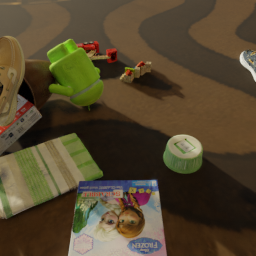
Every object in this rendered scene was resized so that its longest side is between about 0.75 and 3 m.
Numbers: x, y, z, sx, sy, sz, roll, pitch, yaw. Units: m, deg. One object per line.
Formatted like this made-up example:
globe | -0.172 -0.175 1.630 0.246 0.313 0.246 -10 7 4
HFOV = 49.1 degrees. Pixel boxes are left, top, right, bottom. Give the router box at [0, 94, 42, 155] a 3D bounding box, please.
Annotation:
router box | -4.201 -0.154 8.501 2.136 0.581 2.380 30 67 31

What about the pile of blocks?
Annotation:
pile of blocks | 0.341 -2.521 11.860 0.715 0.541 1.741 32 49 32

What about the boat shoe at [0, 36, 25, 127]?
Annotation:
boat shoe | -3.246 -1.240 7.104 0.856 2.373 0.771 6 -3 15

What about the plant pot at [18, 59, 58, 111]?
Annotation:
plant pot | -3.444 -1.578 9.834 2.050 2.050 2.193 14 33 16

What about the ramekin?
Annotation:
ramekin | 1.598 0.707 8.039 1.125 0.550 1.125 0 40 0

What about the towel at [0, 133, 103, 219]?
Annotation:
towel | -2.283 1.201 7.681 2.660 0.408 1.984 -19 46 -24

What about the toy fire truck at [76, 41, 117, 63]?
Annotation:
toy fire truck | -1.712 -3.457 12.975 2.150 0.524 1.516 -14 42 -16

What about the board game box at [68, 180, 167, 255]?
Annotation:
board game box | -0.227 2.115 6.479 2.032 0.418 2.028 -1 40 -2

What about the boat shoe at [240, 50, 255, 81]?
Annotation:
boat shoe | 5.625 -2.983 11.893 0.931 1.194 2.631 -1 40 -2

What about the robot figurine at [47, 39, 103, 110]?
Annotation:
robot figurine | -1.777 -1.814 9.829 1.376 2.378 2.086 -18 23 34
